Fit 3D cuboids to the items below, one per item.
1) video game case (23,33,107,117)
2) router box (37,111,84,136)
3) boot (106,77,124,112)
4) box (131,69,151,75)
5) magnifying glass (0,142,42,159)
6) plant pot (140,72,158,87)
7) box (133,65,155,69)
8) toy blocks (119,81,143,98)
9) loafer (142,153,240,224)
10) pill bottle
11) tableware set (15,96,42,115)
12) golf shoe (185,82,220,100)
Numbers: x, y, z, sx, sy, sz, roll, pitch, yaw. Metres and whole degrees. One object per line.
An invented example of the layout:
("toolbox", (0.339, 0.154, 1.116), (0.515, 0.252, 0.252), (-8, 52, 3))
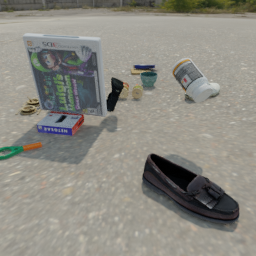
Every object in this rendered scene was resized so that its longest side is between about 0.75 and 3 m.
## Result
("video game case", (-2.184, -1.821, 10.106), (2.724, 2.996, 0.350), (7, 38, 12))
("router box", (-2.534, -0.197, 10.693), (1.392, 0.340, 1.249), (5, 28, 10))
("boot", (-0.627, -1.352, 11.300), (0.548, 1.206, 1.435), (22, 18, -16))
("box", (0.774, -3.485, 17.250), (1.174, 0.125, 0.959), (-2, 27, -3))
("magnifying glass", (-3.599, 0.714, 9.184), (1.497, 0.168, 0.596), (-15, 31, -23))
("plant pot", (1.108, -2.584, 14.974), (0.935, 0.627, 0.935), (1, 27, 0))
("box", (1.148, -3.857, 17.585), (1.470, 0.238, 0.891), (3, 15, 15))
("toy blocks", (0.146, -1.975, 13.904), (1.229, 0.535, 1.474), (1, 27, 3))
("loafer", (1.470, 1.438, 7.009), (2.672, 0.842, 0.960), (21, 34, 34))
("pill bottle", (1.991, -1.480, 8.707), (0.771, 0.771, 1.324), (-15, 60, -26))
("tableware set", (-4.268, -1.021, 12.317), (1.004, 0.304, 1.519), (0, 28, -1))
("golf shoe", (3.710, -2.061, 13.511), (2.208, 1.074, 0.865), (-18, 30, -34))
